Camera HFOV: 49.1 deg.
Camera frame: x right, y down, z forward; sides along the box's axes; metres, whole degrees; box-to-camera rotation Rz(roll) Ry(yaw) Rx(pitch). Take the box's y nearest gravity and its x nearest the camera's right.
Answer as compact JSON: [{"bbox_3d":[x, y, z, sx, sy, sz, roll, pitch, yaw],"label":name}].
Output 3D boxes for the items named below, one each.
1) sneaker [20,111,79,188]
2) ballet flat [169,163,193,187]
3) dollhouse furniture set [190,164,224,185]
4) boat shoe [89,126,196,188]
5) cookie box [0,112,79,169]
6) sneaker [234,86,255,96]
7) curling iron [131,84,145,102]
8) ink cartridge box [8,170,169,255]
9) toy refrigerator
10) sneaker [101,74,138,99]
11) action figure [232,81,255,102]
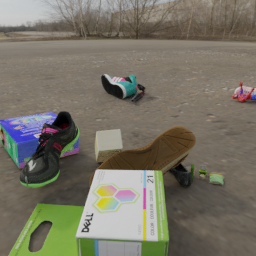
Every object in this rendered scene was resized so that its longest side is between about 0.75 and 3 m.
[{"bbox_3d":[-2.028,0.454,7.063,0.951,1.038,2.477,2,38,12],"label":"sneaker"},{"bbox_3d":[1.371,1.041,7.727,0.536,0.458,1.613,0,21,-15],"label":"ballet flat"},{"bbox_3d":[2.124,1.213,7.486,0.890,0.344,0.445,6,24,15],"label":"dollhouse furniture set"},{"bbox_3d":[0.435,1.031,7.197,2.956,1.064,1.066,-30,58,-18],"label":"boat shoe"},{"bbox_3d":[-2.923,0.276,9.059,1.917,0.842,2.241,-13,24,-33],"label":"cookie box"},{"bbox_3d":[6.405,-1.826,14.586,1.519,0.572,0.794,0,17,-11],"label":"sneaker"},{"bbox_3d":[0.498,-1.774,14.719,0.613,0.316,2.472,38,29,-5],"label":"curling iron"},{"bbox_3d":[-0.726,1.723,5.293,2.796,1.059,2.066,2,22,2],"label":"ink cartridge box"},{"bbox_3d":[-0.574,0.498,7.745,0.620,0.572,1.634,-5,-15,-9],"label":"toy refrigerator"},{"bbox_3d":[-0.313,-2.464,15.427,1.557,1.078,2.578,-18,36,-27],"label":"sneaker"},{"bbox_3d":[6.331,-1.795,14.002,2.157,1.067,0.704,-1,22,4],"label":"action figure"}]
